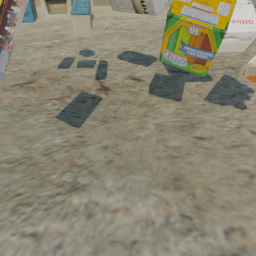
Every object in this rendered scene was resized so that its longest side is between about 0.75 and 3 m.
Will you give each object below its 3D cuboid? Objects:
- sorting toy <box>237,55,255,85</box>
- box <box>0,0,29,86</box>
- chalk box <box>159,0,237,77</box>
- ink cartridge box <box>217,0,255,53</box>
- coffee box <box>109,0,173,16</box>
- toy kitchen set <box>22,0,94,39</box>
[{"bbox_3d":[3.821,-1.797,5.708,2.317,1.238,2.086,-45,-2,-8],"label":"sorting toy"},{"bbox_3d":[-1.581,-1.264,3.100,0.947,1.383,0.276,24,6,28],"label":"box"},{"bbox_3d":[1.454,-2.025,6.217,1.188,1.904,1.180,20,67,9],"label":"chalk box"},{"bbox_3d":[2.534,-3.334,7.937,1.669,0.971,2.291,-4,69,-8],"label":"ink cartridge box"},{"bbox_3d":[0.397,-4.259,8.823,1.965,0.783,1.124,25,64,38],"label":"coffee box"},{"bbox_3d":[-2.170,-3.386,7.568,2.356,1.388,1.888,-4,41,-1],"label":"toy kitchen set"}]
